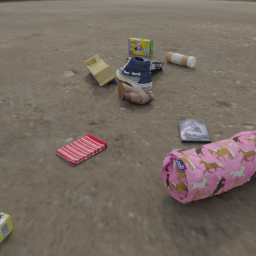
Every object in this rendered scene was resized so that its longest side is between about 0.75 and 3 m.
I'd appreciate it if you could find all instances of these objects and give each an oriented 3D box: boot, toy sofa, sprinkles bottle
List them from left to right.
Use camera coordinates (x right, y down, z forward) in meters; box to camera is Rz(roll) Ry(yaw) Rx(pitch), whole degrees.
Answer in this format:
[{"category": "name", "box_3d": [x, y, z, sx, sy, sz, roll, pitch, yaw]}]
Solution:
[{"category": "toy sofa", "box_3d": [-1.335, -2.743, 13.767, 0.880, 1.037, 2.124, -32, 37, -3]}, {"category": "boot", "box_3d": [0.282, -2.804, 13.118, 1.056, 1.312, 2.904, -14, 29, -24]}, {"category": "boot", "box_3d": [0.345, -1.464, 11.807, 1.269, 0.610, 1.736, -1, 32, -14]}, {"category": "sprinkles bottle", "box_3d": [2.928, -3.843, 15.704, 1.687, 0.576, 0.576, 25, 39, 36]}]

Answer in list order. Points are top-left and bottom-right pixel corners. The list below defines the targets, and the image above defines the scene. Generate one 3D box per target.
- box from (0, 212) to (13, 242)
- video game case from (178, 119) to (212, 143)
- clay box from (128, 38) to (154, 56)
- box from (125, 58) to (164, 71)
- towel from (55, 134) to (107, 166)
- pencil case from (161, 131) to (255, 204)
[{"category": "box", "box_3d": [-3.428, 1.989, 6.054, 1.780, 0.446, 0.670, 11, 32, 19]}, {"category": "video game case", "box_3d": [2.231, 0.089, 9.517, 0.946, 0.126, 1.324, 2, 34, 2]}, {"category": "clay box", "box_3d": [0.792, -5.012, 17.346, 1.575, 0.905, 0.375, 16, 35, 26]}, {"category": "box", "box_3d": [0.896, -3.301, 14.475, 1.440, 0.454, 1.826, 15, 18, 23]}, {"category": "towel", "box_3d": [-1.414, 0.624, 8.637, 0.969, 0.151, 1.340, 25, 39, 36]}, {"category": "pencil case", "box_3d": [2.313, 0.908, 7.106, 2.874, 1.243, 1.190, -12, 23, -22]}]
